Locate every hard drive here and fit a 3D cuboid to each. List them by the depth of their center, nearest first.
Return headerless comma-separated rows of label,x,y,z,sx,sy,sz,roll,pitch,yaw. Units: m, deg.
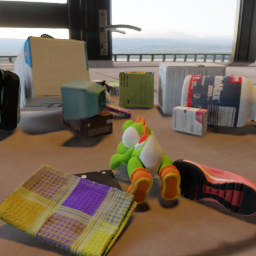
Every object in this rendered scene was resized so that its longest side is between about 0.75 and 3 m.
hard drive,-0.916,1.233,5.565,1.463,0.277,1.022,-5,18,-17

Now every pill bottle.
pill bottle,3.550,-0.975,10.138,2.994,1.790,1.790,5,18,19

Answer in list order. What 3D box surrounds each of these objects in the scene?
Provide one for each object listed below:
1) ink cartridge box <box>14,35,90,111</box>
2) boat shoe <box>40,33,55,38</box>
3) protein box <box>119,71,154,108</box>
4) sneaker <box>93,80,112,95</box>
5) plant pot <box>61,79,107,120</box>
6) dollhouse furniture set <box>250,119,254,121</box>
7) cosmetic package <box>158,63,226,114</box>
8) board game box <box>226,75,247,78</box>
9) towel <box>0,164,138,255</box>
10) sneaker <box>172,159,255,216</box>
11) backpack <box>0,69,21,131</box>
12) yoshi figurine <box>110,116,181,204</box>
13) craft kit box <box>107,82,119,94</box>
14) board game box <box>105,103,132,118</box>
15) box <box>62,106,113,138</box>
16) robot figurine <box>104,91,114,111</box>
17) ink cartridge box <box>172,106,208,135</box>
ink cartridge box,-3.049,-1.935,10.940,2.139,2.149,2.929,-5,-4,-31
boat shoe,-3.015,-3.318,12.980,2.579,0.913,1.171,40,5,5
protein box,0.435,-1.878,13.450,1.617,1.605,1.091,2,17,5
sneaker,-1.748,-1.982,14.618,1.787,1.096,2.747,-8,6,4
plant pot,-1.279,-0.866,8.655,1.104,1.081,1.084,6,22,18
dollhouse furniture set,6.055,-0.579,10.082,1.444,1.091,2.684,-11,20,-31
cosmetic package,2.729,-1.832,12.520,2.488,2.053,2.051,-1,17,-2
board game box,4.873,-2.302,15.522,1.970,1.196,2.471,-10,20,-30
towel,-1.020,1.301,4.720,2.037,0.232,1.463,16,31,20
sneaker,1.728,1.136,5.544,1.907,0.703,0.827,19,12,38
backpack,-5.002,-0.954,9.584,2.502,2.200,1.918,1,1,5
yoshi figurine,0.299,0.752,6.303,1.326,1.331,2.368,-38,31,11
craft kit box,-1.546,-2.497,17.248,2.375,0.583,2.404,4,16,6
board game box,-0.552,-0.780,11.471,1.343,0.217,0.806,17,17,-14
box,-1.460,-0.310,9.838,1.022,0.765,2.042,-11,18,-31
robot figurine,-1.463,-1.163,12.199,1.696,0.958,1.439,-12,56,-32
ink cartridge box,2.106,-0.270,9.572,1.103,0.798,0.465,12,21,35
